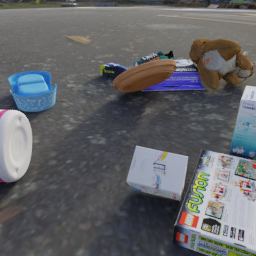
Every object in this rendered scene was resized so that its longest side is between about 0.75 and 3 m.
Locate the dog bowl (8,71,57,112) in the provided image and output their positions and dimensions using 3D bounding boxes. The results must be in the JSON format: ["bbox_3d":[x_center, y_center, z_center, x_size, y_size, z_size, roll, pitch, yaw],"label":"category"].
[{"bbox_3d":[-3.578,-1.420,10.573,1.582,0.703,2.838,-11,30,-20],"label":"dog bowl"}]

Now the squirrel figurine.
[{"bbox_3d":[4.065,-2.920,12.021,2.532,1.920,2.713,-6,35,-37],"label":"squirrel figurine"}]

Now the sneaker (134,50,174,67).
[{"bbox_3d":[1.328,-3.526,14.279,2.162,0.864,0.772,-8,30,-15],"label":"sneaker"}]

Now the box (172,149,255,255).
[{"bbox_3d":[1.930,1.395,5.618,1.438,0.454,2.613,12,31,21],"label":"box"}]

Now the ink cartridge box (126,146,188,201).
[{"bbox_3d":[0.635,0.946,5.788,1.082,0.797,0.783,11,69,14],"label":"ink cartridge box"}]

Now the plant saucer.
[{"bbox_3d":[0.647,-1.850,10.399,2.437,0.393,2.437,-16,-6,-2],"label":"plant saucer"}]

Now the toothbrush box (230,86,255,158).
[{"bbox_3d":[3.228,-0.189,7.397,0.662,1.553,1.137,13,30,23],"label":"toothbrush box"}]

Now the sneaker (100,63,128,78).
[{"bbox_3d":[-0.461,-2.638,12.875,1.818,0.672,0.748,24,35,36],"label":"sneaker"}]

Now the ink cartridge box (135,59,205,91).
[{"bbox_3d":[1.771,-2.411,12.502,2.722,0.596,2.748,-2,30,-4],"label":"ink cartridge box"}]

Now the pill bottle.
[{"bbox_3d":[-3.815,0.373,6.290,2.838,1.609,1.609,1,28,3],"label":"pill bottle"}]
